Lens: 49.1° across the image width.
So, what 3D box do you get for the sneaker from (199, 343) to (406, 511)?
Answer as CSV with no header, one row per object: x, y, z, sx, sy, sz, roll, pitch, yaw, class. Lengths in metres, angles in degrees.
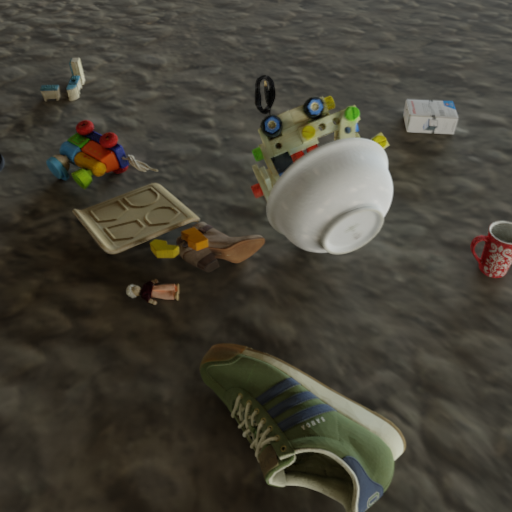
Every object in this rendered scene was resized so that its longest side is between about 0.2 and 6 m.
0.338,2.259,7.270,2.983,1.000,1.339,23,44,18,sneaker

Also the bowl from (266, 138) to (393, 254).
1.422,-0.771,9.537,2.343,2.343,1.053,-15,56,-15,bowl

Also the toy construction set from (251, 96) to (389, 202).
1.036,-1.982,10.676,2.825,1.853,1.302,-24,7,-13,toy construction set

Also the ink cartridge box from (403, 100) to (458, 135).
4.137,-3.323,13.341,1.119,0.481,0.819,3,44,4,ink cartridge box

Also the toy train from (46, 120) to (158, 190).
-3.249,-1.850,11.627,2.192,0.928,1.268,30,62,27,toy train

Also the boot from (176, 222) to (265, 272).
-0.716,-0.276,10.249,1.444,0.507,1.056,-24,47,-23,boot

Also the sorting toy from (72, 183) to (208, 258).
-2.070,-0.530,10.417,1.930,0.347,2.591,-22,39,-26,sorting toy

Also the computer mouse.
0.320,-2.543,11.384,0.637,2.174,0.370,1,28,36,computer mouse

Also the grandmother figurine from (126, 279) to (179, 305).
-1.764,0.595,9.535,0.878,0.266,0.532,0,35,-3,grandmother figurine

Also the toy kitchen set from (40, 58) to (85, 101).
-5.028,-4.566,14.485,0.888,0.653,1.108,-2,44,-2,toy kitchen set

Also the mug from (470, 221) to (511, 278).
4.162,-0.117,9.798,0.786,0.886,0.591,19,48,19,mug

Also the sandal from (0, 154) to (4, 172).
-6.110,-1.734,11.797,0.678,0.382,1.784,28,51,26,sandal
